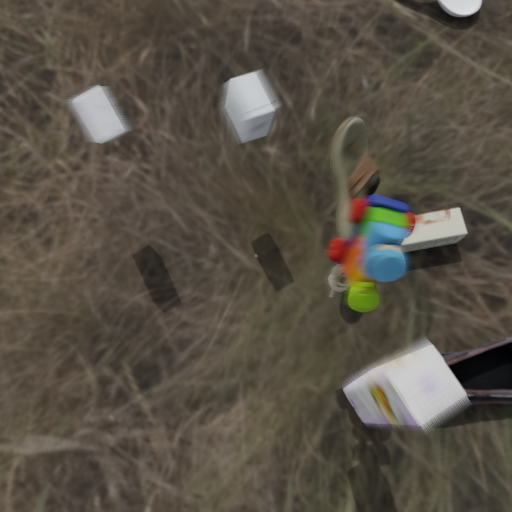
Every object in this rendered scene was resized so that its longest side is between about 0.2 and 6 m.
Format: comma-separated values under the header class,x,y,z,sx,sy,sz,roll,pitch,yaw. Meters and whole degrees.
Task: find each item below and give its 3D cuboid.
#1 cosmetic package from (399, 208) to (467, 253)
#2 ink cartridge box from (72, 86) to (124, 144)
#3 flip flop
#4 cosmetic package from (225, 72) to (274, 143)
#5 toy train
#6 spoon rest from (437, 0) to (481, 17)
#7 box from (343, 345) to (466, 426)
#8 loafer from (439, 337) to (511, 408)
class,x,y,z,sx,sy,sz,roll,pitch,yaw
cosmetic package,3.006,-0.437,9.928,1.192,0.616,0.520,-9,75,-4
ink cartridge box,-2.193,-1.936,7.745,0.386,0.920,0.666,-32,110,-11
flip flop,1.547,-1.051,8.364,0.811,0.576,1.999,-16,108,-43
cosmetic package,-0.109,-2.100,7.969,0.412,0.668,0.670,-20,75,-15
toy train,1.275,0.273,6.836,0.781,1.846,1.068,16,41,-6
spoon rest,3.710,-5.328,11.350,1.725,0.523,0.857,14,75,5
box,1.486,1.482,6.137,0.562,2.713,0.525,-30,76,-7
loafer,4.185,1.851,9.053,3.309,1.042,1.189,-10,75,-3
